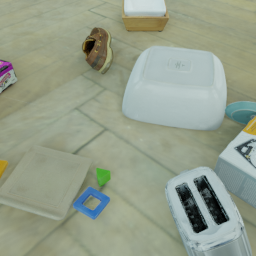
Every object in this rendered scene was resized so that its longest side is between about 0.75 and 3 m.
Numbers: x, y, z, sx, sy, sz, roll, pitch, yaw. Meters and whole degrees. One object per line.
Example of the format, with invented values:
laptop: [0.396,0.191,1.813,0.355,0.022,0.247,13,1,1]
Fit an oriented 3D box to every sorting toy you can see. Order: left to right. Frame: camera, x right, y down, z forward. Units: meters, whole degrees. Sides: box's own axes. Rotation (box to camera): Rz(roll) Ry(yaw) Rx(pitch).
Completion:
sorting toy: [-1.673,1.097,5.754,2.855,0.389,1.608,12,42,12]

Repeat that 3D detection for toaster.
toaster: [1.257,1.497,4.488,1.019,1.159,1.794,-23,39,6]

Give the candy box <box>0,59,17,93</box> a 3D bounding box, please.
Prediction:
candy box: [-4.668,-1.523,8.146,2.259,0.689,1.541,20,48,19]

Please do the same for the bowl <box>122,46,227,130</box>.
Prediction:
bowl: [1.357,-1.330,7.738,2.794,1.044,2.798,9,44,9]

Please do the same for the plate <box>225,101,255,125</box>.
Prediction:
plate: [2.850,-0.298,6.654,1.079,1.079,0.138,14,68,14]

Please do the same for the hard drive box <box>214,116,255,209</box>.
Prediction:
hard drive box: [3.143,0.905,5.585,2.238,0.859,1.744,33,54,28]

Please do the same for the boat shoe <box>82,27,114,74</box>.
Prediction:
boat shoe: [-1.032,-2.665,8.987,0.792,0.844,2.345,22,36,-29]

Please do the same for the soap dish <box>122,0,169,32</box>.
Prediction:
soap dish: [0.637,-4.666,11.172,1.745,0.901,2.218,0,44,0]
